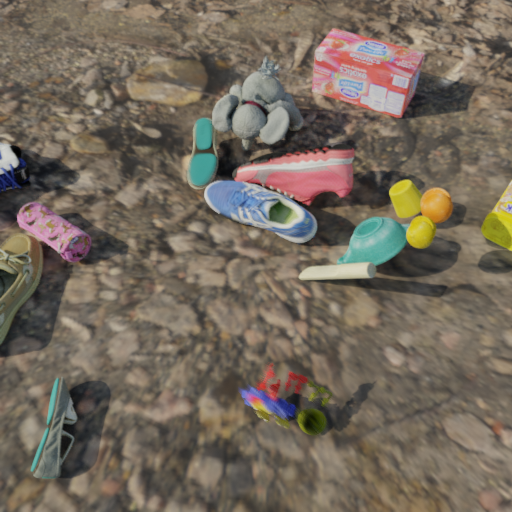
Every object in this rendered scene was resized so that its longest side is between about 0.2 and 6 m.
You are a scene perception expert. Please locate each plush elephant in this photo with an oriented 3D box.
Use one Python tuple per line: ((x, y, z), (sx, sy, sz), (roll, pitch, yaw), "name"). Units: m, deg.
((-0.003, -3.295, 13.163), (1.868, 2.268, 1.756), (25, 75, 9), "plush elephant")

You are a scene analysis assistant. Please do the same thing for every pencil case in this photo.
((-4.224, -0.512, 11.687), (1.636, 0.708, 0.677), (31, 88, 22), "pencil case")

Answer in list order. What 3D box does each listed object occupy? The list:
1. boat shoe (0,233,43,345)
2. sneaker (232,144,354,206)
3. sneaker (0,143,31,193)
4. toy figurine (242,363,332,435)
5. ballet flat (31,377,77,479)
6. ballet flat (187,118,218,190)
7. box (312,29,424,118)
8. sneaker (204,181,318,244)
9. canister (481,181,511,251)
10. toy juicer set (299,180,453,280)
((-4.959, 0.579, 10.725), (1.019, 0.879, 2.792), (10, 54, 8), "boat shoe")
((0.784, -1.658, 12.303), (2.827, 1.226, 1.042), (-3, 17, 25), "sneaker")
((-5.894, -1.720, 12.361), (1.471, 1.029, 2.546), (5, 52, 7), "sneaker")
((0.343, 2.367, 9.356), (0.989, 1.650, 0.871), (-4, 64, 50), "toy figurine")
((-3.276, 2.859, 9.333), (0.530, 0.560, 1.662), (19, 51, -21), "ballet flat")
((-1.180, -2.268, 12.993), (0.696, 0.696, 2.005), (4, 64, 3), "ballet flat")
((2.843, -4.710, 14.447), (2.528, 1.297, 1.197), (22, 56, 17), "box")
((0.073, -1.071, 11.671), (2.534, 0.976, 0.959), (18, 81, 14), "sneaker")
((5.677, -0.888, 11.971), (1.161, 0.676, 1.563), (30, 57, 21), "canister")
((2.557, -0.195, 10.881), (3.156, 0.859, 2.008), (-41, 24, -12), "toy juicer set")
